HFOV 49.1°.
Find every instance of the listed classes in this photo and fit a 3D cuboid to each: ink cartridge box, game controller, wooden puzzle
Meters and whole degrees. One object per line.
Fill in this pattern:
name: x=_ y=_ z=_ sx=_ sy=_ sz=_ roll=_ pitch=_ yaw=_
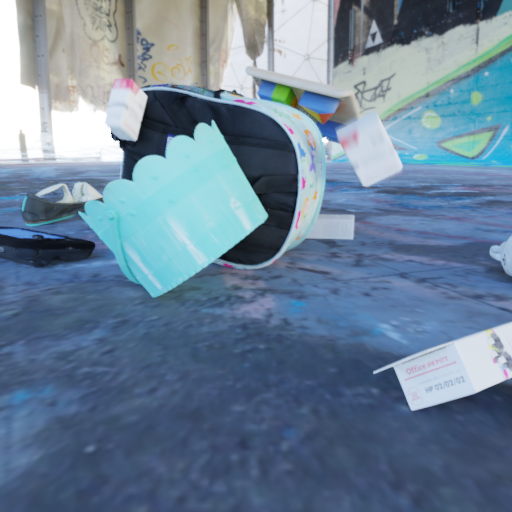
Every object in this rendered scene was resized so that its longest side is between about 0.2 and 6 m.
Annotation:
ink cartridge box: x=1.766 y=-1.653 z=8.724 sx=0.680 sy=0.926 sz=0.384 roll=-25 pitch=29 yaw=18
game controller: x=-4.429 y=-0.298 z=10.541 sx=2.992 sy=0.630 sz=1.561 roll=10 pitch=16 yaw=36
wooden puzzle: x=0.942 y=-2.636 z=10.325 sx=2.003 sy=0.501 sz=2.162 roll=21 pitch=-3 yaw=22
ink cartridge box: x=1.689 y=0.930 z=4.662 sx=1.257 sy=0.426 sz=0.724 roll=-8 pitch=-21 yaw=-33
ink cartridge box: x=-2.055 y=-2.290 z=8.818 sx=0.329 sy=0.781 sz=0.566 roll=8 pitch=-10 yaw=16

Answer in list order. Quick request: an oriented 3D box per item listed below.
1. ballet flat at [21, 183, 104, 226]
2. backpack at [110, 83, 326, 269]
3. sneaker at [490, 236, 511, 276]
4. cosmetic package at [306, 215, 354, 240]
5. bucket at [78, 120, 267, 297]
ballet flat: x=-4.851 y=-1.438 z=14.922 sx=0.981 sy=0.987 sz=2.884 roll=7 pitch=13 yaw=34
backpack: x=-0.491 y=-1.394 z=9.973 sx=3.449 sy=3.062 sz=2.597 roll=15 pitch=20 yaw=26
sneaker: x=4.879 y=-0.024 z=8.600 sx=2.383 sy=0.895 sz=1.369 roll=-5 pitch=15 yaw=-5
cosmetic package: x=1.520 y=-0.658 z=12.541 sx=1.320 sy=0.470 sz=0.669 roll=2 pitch=13 yaw=11
bucket: x=-1.094 y=-0.609 z=7.885 sx=2.370 sy=1.542 sz=2.370 roll=-34 pitch=7 yaw=5
